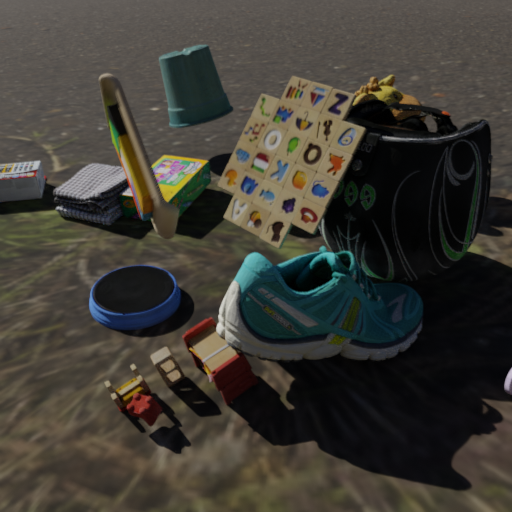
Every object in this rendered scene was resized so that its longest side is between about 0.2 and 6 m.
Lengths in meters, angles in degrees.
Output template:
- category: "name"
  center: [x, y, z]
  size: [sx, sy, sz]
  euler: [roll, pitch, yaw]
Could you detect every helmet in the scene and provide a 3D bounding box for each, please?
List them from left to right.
- category: "helmet"
  center: [2.025, -0.806, 7.905]
  size: [2.516, 2.399, 2.516]
  euler: [-1, 30, 0]

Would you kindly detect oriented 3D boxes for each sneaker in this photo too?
- category: "sneaker"
  center: [0.985, 0.530, 6.645]
  size: [3.036, 1.209, 1.177]
  euler: [2, 22, -37]

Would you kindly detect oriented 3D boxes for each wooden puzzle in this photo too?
- category: "wooden puzzle"
  center: [-1.539, -1.140, 7.135]
  size: [0.342, 1.838, 1.701]
  euler: [-25, -4, -14]

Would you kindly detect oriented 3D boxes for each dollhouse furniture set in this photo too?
- category: "dollhouse furniture set"
  center: [-0.830, 1.438, 6.310]
  size: [1.464, 0.595, 0.788]
  euler: [-32, 42, -14]

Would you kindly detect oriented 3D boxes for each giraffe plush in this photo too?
- category: "giraffe plush"
  center: [2.469, -2.325, 10.660]
  size: [2.420, 1.962, 2.088]
  euler: [2, 33, 3]

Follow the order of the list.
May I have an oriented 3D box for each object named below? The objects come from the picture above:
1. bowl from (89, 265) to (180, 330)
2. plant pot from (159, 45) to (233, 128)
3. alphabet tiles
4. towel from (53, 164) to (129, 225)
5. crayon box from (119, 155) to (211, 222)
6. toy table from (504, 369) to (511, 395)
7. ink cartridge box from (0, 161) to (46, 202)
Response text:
- category: "bowl"
  center: [-1.696, 0.541, 7.839]
  size: [1.263, 0.248, 1.263]
  euler: [0, 33, 0]
- category: "plant pot"
  center: [-1.317, -3.542, 11.599]
  size: [1.414, 1.384, 1.414]
  euler: [-12, 25, 6]
- category: "alphabet tiles"
  center: [0.389, -1.219, 7.139]
  size: [1.734, 2.084, 0.066]
  euler: [30, 6, 36]
- category: "towel"
  center: [-2.823, -1.192, 10.170]
  size: [1.169, 0.604, 1.412]
  euler: [12, 35, 20]
- category: "crayon box"
  center: [-1.619, -1.246, 10.257]
  size: [0.982, 0.482, 1.654]
  euler: [11, 38, 19]
- category: "toy table"
  center: [3.128, 1.396, 6.310]
  size: [0.608, 0.559, 0.356]
  euler: [-35, 29, -25]
- category: "ink cartridge box"
  center: [-4.686, -1.459, 10.697]
  size: [1.149, 0.482, 1.008]
  euler: [-7, 33, -10]
